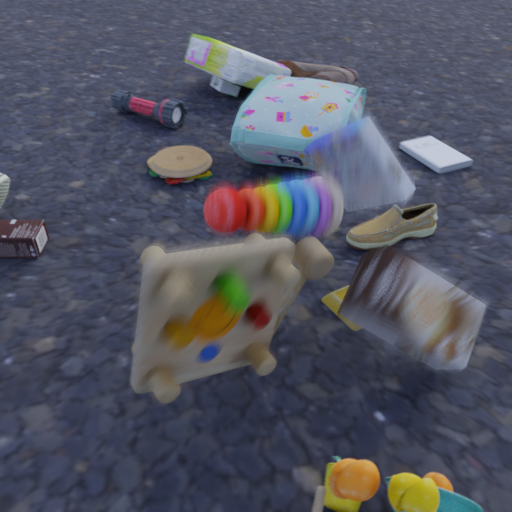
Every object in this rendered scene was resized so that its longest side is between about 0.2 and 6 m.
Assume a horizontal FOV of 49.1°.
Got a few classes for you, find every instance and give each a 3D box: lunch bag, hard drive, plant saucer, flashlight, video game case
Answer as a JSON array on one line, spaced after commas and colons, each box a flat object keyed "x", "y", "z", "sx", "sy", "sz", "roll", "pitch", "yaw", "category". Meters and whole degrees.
[{"x": 0.990, "y": -2.851, "z": 12.462, "sx": 2.507, "sy": 1.795, "sz": 2.943, "roll": 11, "pitch": 32, "yaw": 13, "category": "lunch bag"}, {"x": 4.192, "y": -2.390, "z": 13.149, "sx": 0.954, "sy": 0.190, "sz": 1.446, "roll": -15, "pitch": 39, "yaw": -20, "category": "hard drive"}, {"x": 1.637, "y": 0.724, "z": 8.937, "sx": 0.870, "sy": 0.211, "sz": 0.870, "roll": -19, "pitch": 41, "yaw": -25, "category": "plant saucer"}, {"x": -2.892, "y": -3.937, "z": 14.800, "sx": 2.190, "sy": 0.741, "sz": 0.744, "roll": 20, "pitch": 46, "yaw": 23, "category": "flashlight"}, {"x": 1.607, "y": -1.397, "z": 8.893, "sx": 0.336, "sy": 1.341, "sz": 1.479, "roll": -45, "pitch": 17, "yaw": -22, "category": "video game case"}]

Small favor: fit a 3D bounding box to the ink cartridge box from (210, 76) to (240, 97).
[{"x": -0.902, "y": -4.936, "z": 16.259, "sx": 0.595, "sy": 0.342, "sz": 0.815, "roll": 9, "pitch": 23, "yaw": -30, "category": "ink cartridge box"}]

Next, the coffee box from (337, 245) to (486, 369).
[{"x": 2.111, "y": 0.728, "z": 7.586, "sx": 1.704, "sy": 0.679, "sz": 0.975, "roll": 29, "pitch": 71, "yaw": -12, "category": "coffee box"}]

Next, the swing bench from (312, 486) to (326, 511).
[{"x": 1.056, "y": 3.071, "z": 5.278, "sx": 1.274, "sy": 0.831, "sz": 1.281, "roll": 10, "pitch": 45, "yaw": 12, "category": "swing bench"}]

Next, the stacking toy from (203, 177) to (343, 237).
[{"x": 0.210, "y": -0.620, "z": 7.410, "sx": 2.000, "sy": 0.854, "sz": 0.854, "roll": -7, "pitch": 33, "yaw": -39, "category": "stacking toy"}]

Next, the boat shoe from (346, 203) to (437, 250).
[{"x": 2.512, "y": -0.634, "z": 10.349, "sx": 1.843, "sy": 0.702, "sz": 0.660, "roll": -15, "pitch": 39, "yaw": -19, "category": "boat shoe"}]

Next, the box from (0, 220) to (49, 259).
[{"x": -4.506, "y": -0.310, "z": 10.120, "sx": 1.285, "sy": 0.481, "sz": 0.643, "roll": -2, "pitch": 37, "yaw": 1, "category": "box"}]

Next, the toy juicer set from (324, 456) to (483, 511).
[{"x": 1.794, "y": 2.422, "z": 5.556, "sx": 2.325, "sy": 1.479, "sz": 0.633, "roll": 13, "pitch": 59, "yaw": 17, "category": "toy juicer set"}]

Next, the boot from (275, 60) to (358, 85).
[{"x": 1.790, "y": -5.436, "z": 16.870, "sx": 1.746, "sy": 0.839, "sz": 2.388, "roll": -25, "pitch": 44, "yaw": -39, "category": "boot"}]

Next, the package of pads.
[{"x": -0.597, "y": -5.567, "z": 16.287, "sx": 2.085, "sy": 0.920, "sz": 2.699, "roll": 0, "pitch": 27, "yaw": -44, "category": "package of pads"}]

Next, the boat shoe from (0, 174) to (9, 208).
[{"x": -5.600, "y": -0.736, "z": 10.128, "sx": 0.891, "sy": 1.067, "sz": 2.861, "roll": 32, "pitch": 46, "yaw": 1, "category": "boat shoe"}]

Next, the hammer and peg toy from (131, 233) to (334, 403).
[{"x": -0.179, "y": 0.719, "z": 6.986, "sx": 2.719, "sy": 2.000, "sz": 0.959, "roll": -8, "pitch": 36, "yaw": -32, "category": "hammer and peg toy"}]

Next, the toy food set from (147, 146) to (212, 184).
[{"x": -1.700, "y": -2.045, "z": 12.553, "sx": 1.441, "sy": 0.351, "sz": 1.427, "roll": -10, "pitch": 38, "yaw": -13, "category": "toy food set"}]
